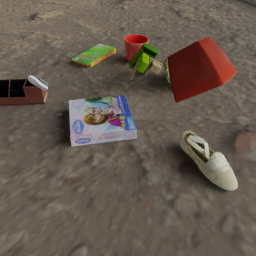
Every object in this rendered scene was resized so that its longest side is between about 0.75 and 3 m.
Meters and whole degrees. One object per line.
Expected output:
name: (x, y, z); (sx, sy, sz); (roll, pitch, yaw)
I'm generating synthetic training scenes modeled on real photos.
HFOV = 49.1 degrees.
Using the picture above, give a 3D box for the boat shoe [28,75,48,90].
boat shoe: (-3.122, -1.651, 9.786); (0.320, 0.891, 0.302); (-5, 67, 30)

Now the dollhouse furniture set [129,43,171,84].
dollhouse furniture set: (1.454, -2.315, 12.473); (2.642, 1.326, 1.731); (23, 42, -17)

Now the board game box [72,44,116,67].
board game box: (-1.741, -3.756, 14.494); (1.113, 0.349, 2.329); (22, 41, 26)

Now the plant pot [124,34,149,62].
plant pot: (0.400, -3.966, 14.107); (1.241, 1.098, 1.241); (2, 39, -1)

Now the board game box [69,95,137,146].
board game box: (-0.988, -0.342, 10.099); (2.210, 0.456, 2.215); (-7, 39, -9)

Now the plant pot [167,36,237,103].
plant pot: (2.142, -1.873, 8.618); (1.605, 1.414, 1.603); (-20, 10, 41)

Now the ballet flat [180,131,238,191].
ballet flat: (2.367, 0.865, 8.344); (0.807, 0.807, 2.324); (-20, 43, -23)

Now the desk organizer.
desk organizer: (-4.367, -1.446, 11.199); (2.098, 0.808, 0.753); (-3, 39, -3)
